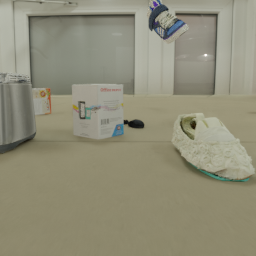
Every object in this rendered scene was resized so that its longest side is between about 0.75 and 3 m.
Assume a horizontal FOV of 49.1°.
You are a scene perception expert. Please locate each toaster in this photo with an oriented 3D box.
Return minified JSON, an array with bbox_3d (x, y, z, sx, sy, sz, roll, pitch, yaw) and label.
[{"bbox_3d":[-2.615,-0.379,5.649,1.256,1.428,2.211,1,8,2],"label":"toaster"}]

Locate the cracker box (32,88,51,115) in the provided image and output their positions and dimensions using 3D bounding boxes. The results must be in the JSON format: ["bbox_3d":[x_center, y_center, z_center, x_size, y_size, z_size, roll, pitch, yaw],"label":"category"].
[{"bbox_3d":[-4.066,-1.099,11.679,1.652,1.107,0.477,-8,11,-43],"label":"cracker box"}]

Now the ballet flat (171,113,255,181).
[{"bbox_3d":[1.158,0.151,4.440,0.818,0.818,2.280,-1,9,-8],"label":"ballet flat"}]

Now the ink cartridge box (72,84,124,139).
[{"bbox_3d":[-0.710,-0.435,6.709,0.893,1.224,0.898,7,11,39],"label":"ink cartridge box"}]

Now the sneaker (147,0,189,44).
[{"bbox_3d":[1.242,-3.896,9.986,0.858,1.560,2.130,-38,17,4],"label":"sneaker"}]

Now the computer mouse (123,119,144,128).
[{"bbox_3d":[0.109,-0.188,8.489,0.410,0.238,1.398,-5,9,-23],"label":"computer mouse"}]
